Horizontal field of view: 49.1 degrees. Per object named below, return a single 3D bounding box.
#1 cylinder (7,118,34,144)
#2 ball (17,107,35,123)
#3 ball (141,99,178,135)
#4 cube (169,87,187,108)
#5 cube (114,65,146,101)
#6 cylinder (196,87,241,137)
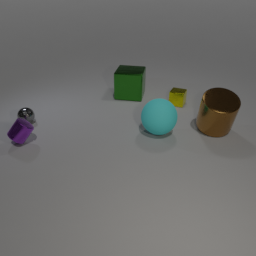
[{"bbox_3d":[-3.945,0.105,10.292,0.700,0.700,0.700,37,8,-6],"label":"cylinder"},{"bbox_3d":[-4.287,-0.516,11.772,0.700,0.700,0.700,0,29,0],"label":"ball"},{"bbox_3d":[1.201,-0.435,10.804,1.400,1.400,1.400,0,29,0],"label":"ball"},{"bbox_3d":[2.399,-1.482,13.511,0.700,0.700,0.700,12,31,21],"label":"cube"},{"bbox_3d":[0.112,-2.298,14.228,1.400,1.400,1.400,6,30,8],"label":"cube"},{"bbox_3d":[3.455,-0.600,10.832,1.400,1.400,1.400,0,49,0],"label":"cylinder"}]
